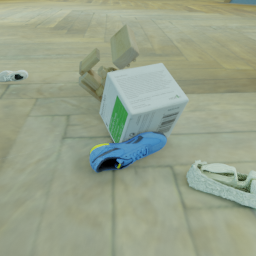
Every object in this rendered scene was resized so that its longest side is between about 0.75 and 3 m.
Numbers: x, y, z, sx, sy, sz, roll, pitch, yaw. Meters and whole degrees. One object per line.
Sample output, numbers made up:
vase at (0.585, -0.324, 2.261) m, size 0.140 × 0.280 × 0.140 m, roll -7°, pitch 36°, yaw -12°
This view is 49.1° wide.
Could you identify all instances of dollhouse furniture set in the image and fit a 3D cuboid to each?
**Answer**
dollhouse furniture set at (-0.172, -1.443, 7.384) m, size 1.768 × 1.441 × 1.682 m, roll -37°, pitch 35°, yaw 23°

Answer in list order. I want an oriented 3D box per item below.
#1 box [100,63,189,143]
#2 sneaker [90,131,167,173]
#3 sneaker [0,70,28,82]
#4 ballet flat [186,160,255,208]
box at (0.281, -0.460, 6.189) m, size 1.403 × 1.396 × 1.202 m, roll -14°, pitch 59°, yaw -23°
sneaker at (0.059, 0.538, 5.617) m, size 1.651 × 0.544 × 0.647 m, roll -13°, pitch 34°, yaw -10°
sneaker at (-3.702, -1.627, 8.886) m, size 0.975 × 0.369 × 0.448 m, roll -11°, pitch 25°, yaw -3°
ballet flat at (1.918, 0.969, 4.884) m, size 1.798 × 0.645 × 0.645 m, roll 11°, pitch 32°, yaw 17°
